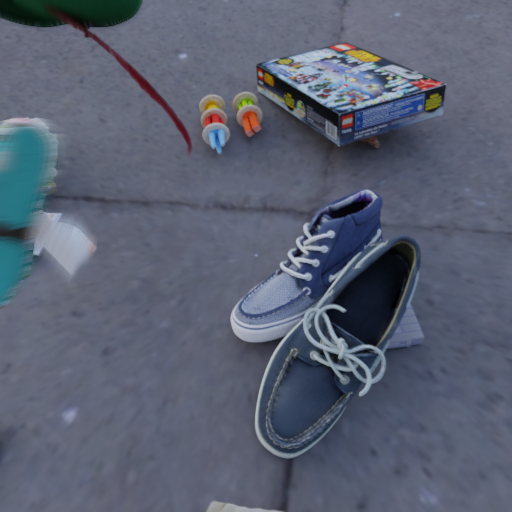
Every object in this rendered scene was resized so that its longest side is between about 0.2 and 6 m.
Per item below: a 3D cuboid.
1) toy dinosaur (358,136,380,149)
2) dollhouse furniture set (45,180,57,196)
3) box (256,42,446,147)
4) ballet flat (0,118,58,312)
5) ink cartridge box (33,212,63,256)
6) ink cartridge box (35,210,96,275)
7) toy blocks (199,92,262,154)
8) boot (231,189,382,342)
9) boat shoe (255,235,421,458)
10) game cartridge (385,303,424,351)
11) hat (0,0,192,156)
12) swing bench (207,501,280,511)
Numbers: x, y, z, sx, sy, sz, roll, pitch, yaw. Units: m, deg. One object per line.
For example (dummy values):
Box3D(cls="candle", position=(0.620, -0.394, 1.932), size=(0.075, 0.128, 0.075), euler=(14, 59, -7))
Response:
Box3D(cls="toy dinosaur", position=(1.844, -2.337, 10.478), size=(0.983, 0.422, 0.666), euler=(5, 49, 7))
Box3D(cls="dollhouse furniture set", position=(-4.037, -1.452, 9.546), size=(0.907, 0.912, 1.294), euler=(-21, 81, -18))
Box3D(cls="box", position=(1.669, -3.223, 10.726), size=(2.209, 0.643, 3.227), euler=(-19, 39, -18))
Box3D(cls="ballet flat", position=(-1.799, -0.202, 3.878), size=(0.505, 0.598, 1.581), euler=(20, 86, 56))
Box3D(cls="ink cartridge box", position=(-3.636, -0.343, 8.805), size=(0.951, 0.193, 0.949), euler=(8, 48, 7))
Box3D(cls="ink cartridge box", position=(-2.193, -0.212, 6.253), size=(0.790, 0.641, 0.198), euler=(50, 52, -4))
Box3D(cls="toy blocks", position=(-0.436, -2.467, 10.533), size=(1.182, 0.515, 1.419), euler=(-6, 48, -5))
Box3D(cls="boot", position=(0.693, 0.055, 7.661), size=(2.639, 1.192, 0.960), euler=(-31, 42, -28))
Box3D(cls="boat shoe", position=(1.055, 1.010, 6.696), size=(1.139, 0.940, 3.042), euler=(40, 71, 6))
Box3D(cls="game cartridge", position=(1.595, 0.945, 7.632), size=(1.190, 0.229, 0.772), euler=(-6, 52, -5))
Box3D(cls="hat", position=(-2.106, -3.601, 7.879), size=(2.973, 2.797, 3.377), euler=(52, 29, 20))
Box3D(cls="swing bench", position=(0.265, 3.119, 5.044), size=(1.673, 1.091, 1.682), euler=(6, 48, 6))
